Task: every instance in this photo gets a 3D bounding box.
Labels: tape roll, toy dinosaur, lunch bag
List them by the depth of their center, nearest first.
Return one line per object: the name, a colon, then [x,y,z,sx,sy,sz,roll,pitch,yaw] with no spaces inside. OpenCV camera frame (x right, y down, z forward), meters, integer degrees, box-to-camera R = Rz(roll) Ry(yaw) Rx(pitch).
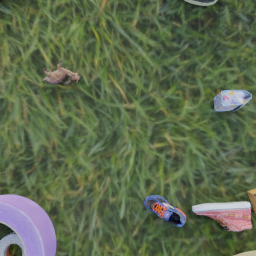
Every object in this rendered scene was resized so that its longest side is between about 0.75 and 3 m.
tape roll: [-3.520,3.340,7.601,2.879,1.223,2.879,0,85,-1]
tape roll: [-3.222,3.533,8.019,1.042,0.344,1.042,0,83,0]
lunch bag: [3.083,-0.783,8.242,0.893,0.757,0.568,-4,82,-1]
toy dinosaur: [-2.087,-1.545,8.491,1.105,0.474,0.749,-25,91,3]

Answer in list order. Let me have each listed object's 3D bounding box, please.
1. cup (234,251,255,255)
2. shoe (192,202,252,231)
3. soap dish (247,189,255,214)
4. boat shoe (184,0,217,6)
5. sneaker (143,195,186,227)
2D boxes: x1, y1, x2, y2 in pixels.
cup: [3.469,4.117,7.270,1.547,2.163,2.163,-26,84,-27]
shoe: [2.700,2.545,7.986,1.681,0.600,0.764,-2,80,-4]
soap dish: [4.024,2.052,8.163,0.868,0.352,0.683,-18,85,-1]
boat shoe: [1.685,-4.687,8.590,2.601,0.843,0.952,29,85,3]
sneaker: [1.073,2.369,8.004,1.367,0.536,0.515,27,94,3]
